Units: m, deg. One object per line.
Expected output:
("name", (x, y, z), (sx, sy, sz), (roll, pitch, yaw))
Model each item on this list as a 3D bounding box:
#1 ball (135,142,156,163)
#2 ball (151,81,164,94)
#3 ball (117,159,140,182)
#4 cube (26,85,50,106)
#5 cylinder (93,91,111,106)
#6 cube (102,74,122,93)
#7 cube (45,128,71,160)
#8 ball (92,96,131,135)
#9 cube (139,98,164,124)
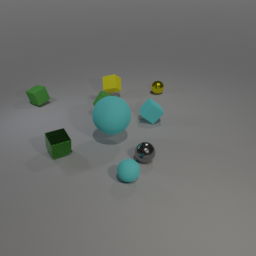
("ball", (0.574, 0.814, 9.396), (0.700, 0.700, 0.700), (0, 29, 0))
("ball", (1.566, -2.149, 14.796), (0.700, 0.700, 0.700), (0, 29, 0))
("ball", (0.016, 1.284, 8.499), (0.700, 0.700, 0.700), (0, 29, 0))
("cube", (-4.337, -1.578, 13.501), (0.700, 0.700, 0.700), (14, 43, 36))
("cylinder", (-1.128, -1.221, 12.776), (0.700, 0.700, 0.700), (31, 20, -13))
("cube", (-0.796, -2.192, 13.967), (0.700, 0.700, 0.700), (-7, -9, 24))
("cube", (-2.424, 0.549, 9.740), (0.700, 0.700, 0.700), (-17, 47, -28))
("ball", (-0.588, -0.455, 10.124), (1.400, 1.400, 1.400), (0, 29, 0))
("cube", (0.994, -0.727, 11.933), (0.700, 0.700, 0.700), (34, 20, -22))
